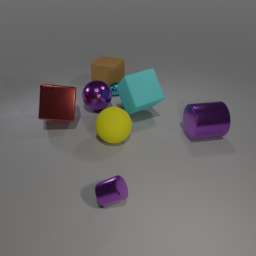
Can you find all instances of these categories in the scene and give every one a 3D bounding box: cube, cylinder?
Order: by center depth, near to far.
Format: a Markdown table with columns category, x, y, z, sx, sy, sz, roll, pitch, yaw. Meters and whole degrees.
| category | x | y | z | sx | sy | sz | roll | pitch | yaw |
| --- | --- | --- | --- | --- | --- | --- | --- | --- | --- |
| cylinder | -0.456 | 1.766 | 7.889 | 0.700 | 0.700 | 0.700 | -25 | 25 | 20 |
| cylinder | 3.066 | -0.307 | 11.061 | 1.400 | 1.400 | 1.400 | -6 | 32 | -9 |
| cube | -2.927 | -1.080 | 11.758 | 1.400 | 1.400 | 1.400 | 4 | 8 | -12 |
| cube | 0.508 | -1.549 | 12.210 | 1.400 | 1.400 | 1.400 | -19 | -5 | -20 |
| cube | -1.085 | -3.025 | 15.487 | 1.400 | 1.400 | 1.400 | 13 | 34 | 20 |

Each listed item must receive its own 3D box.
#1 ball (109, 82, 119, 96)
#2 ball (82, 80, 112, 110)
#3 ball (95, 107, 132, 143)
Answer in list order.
| category | x | y | z | sx | sy | sz | roll | pitch | yaw |
| --- | --- | --- | --- | --- | --- | --- | --- | --- | --- |
| ball | -0.677 | -2.043 | 14.581 | 0.700 | 0.700 | 0.700 | 0 | 32 | 0 |
| ball | -1.432 | -1.514 | 12.990 | 1.400 | 1.400 | 1.400 | 0 | 32 | 0 |
| ball | -0.560 | -0.105 | 10.781 | 1.400 | 1.400 | 1.400 | 0 | 32 | 0 |
